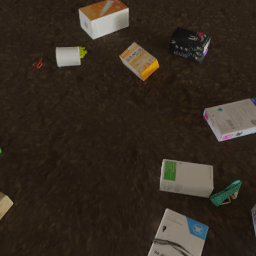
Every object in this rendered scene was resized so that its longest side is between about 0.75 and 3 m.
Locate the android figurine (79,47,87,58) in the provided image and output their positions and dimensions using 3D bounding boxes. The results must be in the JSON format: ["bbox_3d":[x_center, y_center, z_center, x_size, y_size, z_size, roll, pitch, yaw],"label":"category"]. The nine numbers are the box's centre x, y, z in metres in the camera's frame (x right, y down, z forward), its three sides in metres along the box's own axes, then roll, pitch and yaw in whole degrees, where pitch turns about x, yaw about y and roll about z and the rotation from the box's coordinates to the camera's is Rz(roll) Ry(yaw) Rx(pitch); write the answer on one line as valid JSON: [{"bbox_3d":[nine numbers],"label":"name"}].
[{"bbox_3d":[-2.466,-3.676,13.607,0.927,0.190,0.844,-20,55,-16],"label":"android figurine"}]

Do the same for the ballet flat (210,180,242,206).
[{"bbox_3d":[3.220,2.146,9.014,1.256,0.423,0.442,-24,80,-17],"label":"ballet flat"}]

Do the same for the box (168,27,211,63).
[{"bbox_3d":[2.928,-3.999,13.400,1.708,0.906,1.044,22,55,17],"label":"box"}]

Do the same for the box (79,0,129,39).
[{"bbox_3d":[-1.241,-5.768,14.664,2.202,1.074,1.370,-27,57,-20],"label":"box"}]

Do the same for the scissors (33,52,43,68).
[{"bbox_3d":[-4.153,-3.254,13.367,0.423,0.081,1.156,11,52,11],"label":"scissors"}]

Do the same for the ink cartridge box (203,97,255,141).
[{"bbox_3d":[4.309,-0.378,10.870,2.335,0.490,1.393,-15,54,-7],"label":"ink cartridge box"}]

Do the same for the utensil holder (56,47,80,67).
[{"bbox_3d":[-2.741,-3.294,12.900,1.013,0.861,0.861,-5,52,-6],"label":"utensil holder"}]

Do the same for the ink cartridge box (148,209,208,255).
[{"bbox_3d":[1.237,3.546,7.646,1.288,0.753,2.220,20,55,15],"label":"ink cartridge box"}]

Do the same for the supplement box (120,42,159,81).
[{"bbox_3d":[0.500,-3.011,12.641,0.992,0.579,1.574,-43,61,-2],"label":"supplement box"}]

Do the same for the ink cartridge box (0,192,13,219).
[{"bbox_3d":[-4.749,2.574,8.433,1.540,0.702,1.870,24,57,16],"label":"ink cartridge box"}]

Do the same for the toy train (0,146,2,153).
[{"bbox_3d":[-5.082,0.376,10.401,0.439,0.325,1.555,-19,54,-26],"label":"toy train"}]

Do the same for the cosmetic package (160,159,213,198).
[{"bbox_3d":[1.900,1.643,9.165,1.624,0.689,0.874,6,50,6],"label":"cosmetic package"}]

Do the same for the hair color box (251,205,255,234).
[{"bbox_3d":[4.402,3.421,7.710,1.313,0.804,2.652,5,53,3],"label":"hair color box"}]
